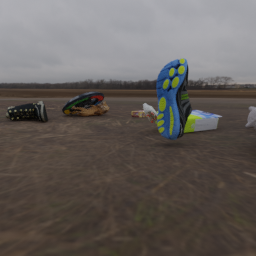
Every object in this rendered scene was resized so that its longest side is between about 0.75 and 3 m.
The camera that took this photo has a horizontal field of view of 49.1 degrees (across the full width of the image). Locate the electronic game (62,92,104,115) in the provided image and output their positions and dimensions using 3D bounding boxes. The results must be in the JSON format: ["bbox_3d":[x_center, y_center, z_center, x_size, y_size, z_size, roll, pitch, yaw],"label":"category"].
[{"bbox_3d":[-2.479,-1.348,15.633,2.473,0.515,2.473,-22,-8,-4],"label":"electronic game"}]

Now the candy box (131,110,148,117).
[{"bbox_3d":[0.800,-0.774,15.184,1.098,0.310,0.641,-9,13,-42],"label":"candy box"}]

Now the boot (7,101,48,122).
[{"bbox_3d":[-4.647,-0.651,12.963,1.676,0.801,2.219,-12,20,-17],"label":"boot"}]

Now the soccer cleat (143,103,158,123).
[{"bbox_3d":[0.791,-0.513,9.557,0.396,0.443,1.142,-26,-22,10],"label":"soccer cleat"}]

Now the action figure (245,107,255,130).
[{"bbox_3d":[4.023,-0.078,6.520,2.602,1.407,2.690,9,8,2],"label":"action figure"}]

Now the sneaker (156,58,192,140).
[{"bbox_3d":[1.268,-0.781,7.577,0.797,2.248,0.932,0,-10,33],"label":"sneaker"}]

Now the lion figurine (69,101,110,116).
[{"bbox_3d":[-2.105,-0.942,15.535,2.060,0.747,1.262,-24,29,-37],"label":"lion figurine"}]

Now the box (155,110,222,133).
[{"bbox_3d":[2.246,-0.292,10.278,2.188,0.521,1.334,-4,17,-37],"label":"box"}]

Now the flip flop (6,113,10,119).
[{"bbox_3d":[-5.211,-0.789,14.238,2.034,0.586,0.825,1,8,7],"label":"flip flop"}]
